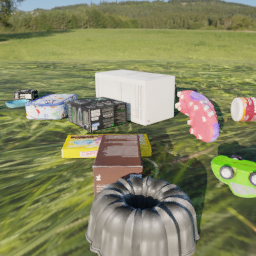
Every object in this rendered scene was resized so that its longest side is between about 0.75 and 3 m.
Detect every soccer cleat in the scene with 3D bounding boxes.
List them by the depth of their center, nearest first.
[{"bbox_3d":[2.148,-0.432,7.980,1.029,0.898,2.691,2,24,-8],"label":"soccer cleat"}]

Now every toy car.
[{"bbox_3d":[2.818,1.061,4.921,2.700,0.640,2.869,10,19,32],"label":"toy car"}]

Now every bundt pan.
[{"bbox_3d":[0.207,1.265,4.234,1.731,0.650,1.731,-1,17,0],"label":"bundt pan"}]

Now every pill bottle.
[{"bbox_3d":[4.623,-0.680,10.173,1.514,0.855,0.855,-1,17,-3],"label":"pill bottle"}]

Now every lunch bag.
[{"bbox_3d":[-2.991,-0.870,10.988,1.642,0.774,2.049,3,16,15],"label":"lunch bag"}]

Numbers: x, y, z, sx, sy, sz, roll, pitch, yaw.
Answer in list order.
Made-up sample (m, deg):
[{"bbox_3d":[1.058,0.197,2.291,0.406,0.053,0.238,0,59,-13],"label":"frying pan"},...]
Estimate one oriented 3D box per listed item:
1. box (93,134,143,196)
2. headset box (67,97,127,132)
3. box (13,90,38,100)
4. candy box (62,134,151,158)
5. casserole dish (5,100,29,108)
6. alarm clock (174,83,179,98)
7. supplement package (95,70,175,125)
[{"bbox_3d":[-0.179,0.719,5.973,0.922,0.690,1.840,0,16,1],"label":"box"},{"bbox_3d":[-1.123,-0.545,9.820,1.497,0.798,1.719,-13,21,-35],"label":"headset box"},{"bbox_3d":[-5.146,-1.667,14.121,0.952,0.410,0.780,2,17,5],"label":"box"},{"bbox_3d":[-0.548,0.451,7.462,2.229,0.294,1.139,-1,20,-3],"label":"candy box"},{"bbox_3d":[-4.966,-1.095,12.622,0.651,0.209,1.075,15,24,40],"label":"casserole dish"},{"bbox_3d":[1.505,-1.952,14.576,2.353,0.783,1.587,-3,17,-1],"label":"alarm clock"},{"bbox_3d":[0.214,-1.281,10.802,1.565,1.625,2.857,-16,25,-39],"label":"supplement package"}]
